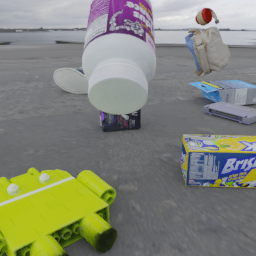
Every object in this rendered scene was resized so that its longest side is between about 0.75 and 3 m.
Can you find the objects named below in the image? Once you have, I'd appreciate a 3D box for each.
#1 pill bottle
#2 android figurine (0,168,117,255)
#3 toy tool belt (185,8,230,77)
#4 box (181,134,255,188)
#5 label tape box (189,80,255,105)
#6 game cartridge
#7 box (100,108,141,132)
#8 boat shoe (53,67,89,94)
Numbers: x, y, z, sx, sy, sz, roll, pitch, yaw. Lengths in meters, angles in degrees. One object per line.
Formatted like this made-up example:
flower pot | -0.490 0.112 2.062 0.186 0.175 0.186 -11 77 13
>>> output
pill bottle | -0.137 -1.389 4.884 1.249 1.249 2.224 0 58 0
android figurine | -1.278 1.225 4.288 2.123 0.479 2.333 -16 27 -35
toy tool belt | 1.876 -2.146 7.246 0.980 1.594 0.995 -8 24 49
box | 2.285 0.632 5.429 2.396 0.770 0.839 2 21 3
label tape box | 3.685 -1.367 10.916 2.203 0.728 1.579 -7 21 -12
game cartridge | 3.504 -0.523 9.265 1.090 0.323 1.682 -11 23 -38
box | -0.231 -0.333 8.145 1.113 0.680 0.590 -5 21 -12
boat shoe | -1.809 -2.117 12.360 2.960 1.108 0.915 7 23 14
